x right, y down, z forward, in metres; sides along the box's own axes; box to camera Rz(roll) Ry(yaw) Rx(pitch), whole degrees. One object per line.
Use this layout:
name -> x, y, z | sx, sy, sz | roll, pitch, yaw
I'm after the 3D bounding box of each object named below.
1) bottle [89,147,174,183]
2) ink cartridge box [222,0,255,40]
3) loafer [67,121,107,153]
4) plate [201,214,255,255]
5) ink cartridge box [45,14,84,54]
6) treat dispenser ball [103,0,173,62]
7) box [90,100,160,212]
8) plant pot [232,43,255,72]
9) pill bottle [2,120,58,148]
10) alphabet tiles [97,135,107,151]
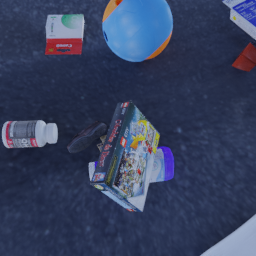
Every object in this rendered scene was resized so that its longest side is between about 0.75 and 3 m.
bottle -> 0.105, 1.250, 8.869 | 2.628, 1.098, 0.858 | -6, 28, -4
ink cartridge box -> 6.112, -5.301, 12.717 | 2.706, 0.643, 2.738 | -30, 64, -14
loafer -> -1.486, 0.292, 9.785 | 1.595, 0.573, 0.502 | -36, 48, -24
plate -> 3.912, 4.123, 7.675 | 2.994, 0.484, 2.987 | -29, 65, -15
ink cartridge box -> -2.760, -4.079, 12.129 | 1.591, 0.495, 1.977 | -1, 60, 0
treat dispenser ball -> 0.364, -3.937, 10.781 | 2.698, 2.698, 2.698 | 0, 62, 0
box -> 0.046, 0.741, 7.531 | 0.467, 1.693, 2.479 | -10, 49, 36
plant pot -> 4.826, -2.768, 11.272 | 0.711, 0.806, 0.807 | 38, 67, 6
pill bottle -> -3.297, 0.202, 9.544 | 1.654, 0.916, 0.916 | -2, 62, -1
alphabet tiles -> -0.463, 0.491, 9.438 | 1.121, 0.051, 1.342 | -19, 28, -13
